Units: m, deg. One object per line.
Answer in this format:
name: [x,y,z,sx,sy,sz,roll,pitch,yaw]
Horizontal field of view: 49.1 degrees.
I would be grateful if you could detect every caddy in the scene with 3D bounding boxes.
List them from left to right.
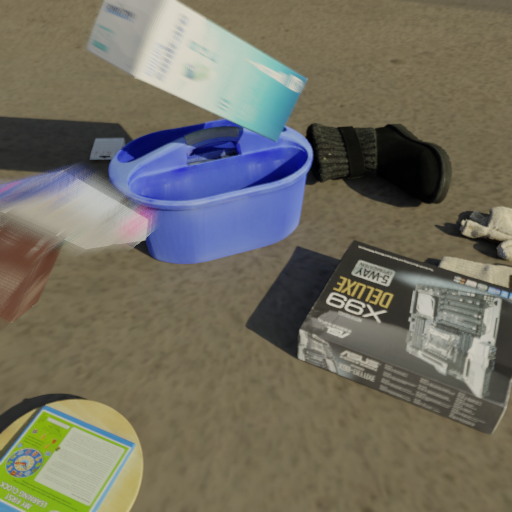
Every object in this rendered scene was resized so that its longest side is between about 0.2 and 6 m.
caddy: [-0.797,-1.496,10.577,3.805,1.997,2.690,-15,42,-17]

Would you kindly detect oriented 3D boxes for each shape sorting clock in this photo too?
shape sorting clock: [-2.392,2.678,6.837,1.996,0.392,1.996,2,43,-2]

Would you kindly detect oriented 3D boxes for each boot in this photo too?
boot: [2.403,-1.931,11.686,2.268,1.141,3.034,-3,29,-15]

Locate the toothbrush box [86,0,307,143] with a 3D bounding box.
toothbrush box: [-0.935,-3.054,8.940,2.791,1.190,2.043,15,17,-43]

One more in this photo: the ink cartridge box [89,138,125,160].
ink cartridge box: [-3.479,-2.446,13.131,0.685,0.202,0.856,-1,46,-2]

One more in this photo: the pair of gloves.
pair of gloves: [4.663,0.032,9.926,2.388,0.492,2.809,22,44,24]

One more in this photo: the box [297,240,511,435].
box: [2.384,1.068,8.485,2.905,0.723,2.291,19,44,21]

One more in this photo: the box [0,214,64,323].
box: [-2.566,0.110,5.831,0.689,0.831,0.682,27,12,-5]

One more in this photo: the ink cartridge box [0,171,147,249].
ink cartridge box: [-1.737,-0.421,5.142,0.808,1.354,0.284,-7,71,28]
